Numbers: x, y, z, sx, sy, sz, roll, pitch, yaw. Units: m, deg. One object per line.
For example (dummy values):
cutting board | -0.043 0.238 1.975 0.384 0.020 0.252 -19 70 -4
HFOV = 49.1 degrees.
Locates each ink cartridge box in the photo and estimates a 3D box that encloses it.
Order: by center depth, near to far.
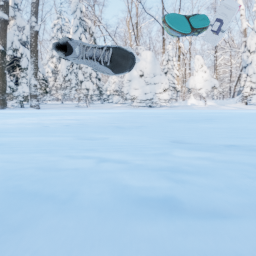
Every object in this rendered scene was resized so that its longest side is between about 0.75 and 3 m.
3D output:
ink cartridge box | 3.552 -4.009 10.639 0.631 1.497 1.083 34 42 10

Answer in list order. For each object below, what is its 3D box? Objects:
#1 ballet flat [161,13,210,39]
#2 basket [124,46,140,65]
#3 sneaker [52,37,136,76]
ballet flat | 1.369 -2.511 7.077 1.839 0.683 0.683 -16 14 -39
basket | -0.017 -2.912 11.745 0.633 0.786 0.779 -39 -3 26
sneaker | -1.296 -2.443 9.516 2.919 1.095 1.686 14 12 18
